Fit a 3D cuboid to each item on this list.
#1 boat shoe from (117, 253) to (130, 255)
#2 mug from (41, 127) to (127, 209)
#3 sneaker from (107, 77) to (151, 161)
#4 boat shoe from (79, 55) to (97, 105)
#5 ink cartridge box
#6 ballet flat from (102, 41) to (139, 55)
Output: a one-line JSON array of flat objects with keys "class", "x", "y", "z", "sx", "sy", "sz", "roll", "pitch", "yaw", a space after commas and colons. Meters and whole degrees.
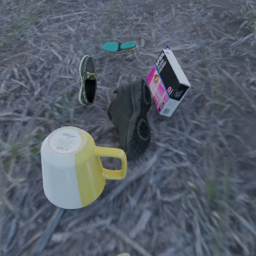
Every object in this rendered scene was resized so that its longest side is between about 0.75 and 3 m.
[{"class": "boat shoe", "x": -0.396, "y": 2.906, "z": 5.242, "sx": 1.296, "sy": 0.390, "sz": 0.462, "roll": -39, "pitch": 15, "yaw": -8}, {"class": "mug", "x": -1.218, "y": 0.775, "z": 6.896, "sx": 1.988, "sy": 1.632, "sz": 1.592, "roll": -23, "pitch": 49, "yaw": -23}, {"class": "sneaker", "x": -0.019, "y": -0.237, "z": 8.485, "sx": 1.292, "sy": 1.081, "sz": 2.848, "roll": -11, "pitch": 48, "yaw": 23}, {"class": "boat shoe", "x": -1.266, "y": -1.574, "z": 9.264, "sx": 0.587, "sy": 1.645, "sz": 0.495, "roll": -1, "pitch": 8, "yaw": -37}, {"class": "ink cartridge box", "x": 1.239, "y": -1.730, "z": 9.526, "sx": 0.500, "sy": 1.277, "sz": 2.696, "roll": 15, "pitch": 38, "yaw": -22}, {"class": "ballet flat", "x": -0.293, "y": -3.255, "z": 11.612, "sx": 1.585, "sy": 0.533, "sz": 0.540, "roll": 6, "pitch": 74, "yaw": 24}]
